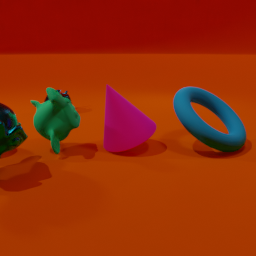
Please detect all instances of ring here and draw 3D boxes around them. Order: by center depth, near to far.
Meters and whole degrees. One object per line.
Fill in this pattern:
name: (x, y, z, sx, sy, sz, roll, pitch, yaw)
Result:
ring: (2.006, -0.259, 6.852, 2.032, 0.406, 2.032, 20, 39, -17)

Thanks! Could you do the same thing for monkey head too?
monkey head: (-2.655, 0.161, 5.178, 1.140, 1.361, 1.892, 30, 4, 31)
monkey head: (-1.740, -0.296, 6.367, 1.017, 1.215, 1.688, -33, 59, -1)

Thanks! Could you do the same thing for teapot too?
teapot: (-2.548, -1.010, 10.323, 1.044, 0.822, 1.679, 9, 18, 7)

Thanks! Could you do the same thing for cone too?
cone: (-0.215, -0.394, 6.531, 1.377, 1.382, 1.377, -20, 24, 9)
